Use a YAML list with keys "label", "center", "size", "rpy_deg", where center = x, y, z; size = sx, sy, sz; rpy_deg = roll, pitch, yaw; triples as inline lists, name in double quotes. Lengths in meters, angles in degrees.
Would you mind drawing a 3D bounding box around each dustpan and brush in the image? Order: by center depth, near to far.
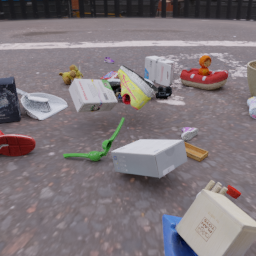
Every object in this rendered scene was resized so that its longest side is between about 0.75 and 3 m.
- label: "dustpan and brush"
  center: [-4.124, -1.213, 12.061]
  size: [2.565, 0.734, 1.790]
  rpy_deg: [14, 30, 25]

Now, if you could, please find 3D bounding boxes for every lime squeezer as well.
- label: "lime squeezer"
  center: [-0.860, 0.553, 8.651]
  size: [2.225, 0.420, 0.786]
  rpy_deg: [-33, 44, -6]

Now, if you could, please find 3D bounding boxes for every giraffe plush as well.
- label: "giraffe plush"
  center: [-3.088, -2.767, 14.979]
  size: [1.047, 1.114, 1.291]
  rpy_deg: [-17, 35, 13]

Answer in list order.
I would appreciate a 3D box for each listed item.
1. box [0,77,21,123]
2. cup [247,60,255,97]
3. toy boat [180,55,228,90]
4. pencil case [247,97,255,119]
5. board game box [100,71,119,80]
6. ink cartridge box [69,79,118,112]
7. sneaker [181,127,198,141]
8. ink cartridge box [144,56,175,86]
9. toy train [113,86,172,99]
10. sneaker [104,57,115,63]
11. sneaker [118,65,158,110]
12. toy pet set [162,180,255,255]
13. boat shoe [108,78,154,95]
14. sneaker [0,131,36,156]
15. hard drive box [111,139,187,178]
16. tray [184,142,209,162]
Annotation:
- label: "box"
  center: [-5.088, -1.042, 10.791]
  size: [1.571, 1.598, 0.938]
  rpy_deg: [-9, 29, -15]
- label: "cup"
  center: [6.325, -1.836, 12.192]
  size: [2.409, 1.723, 2.409]
  rpy_deg: [0, 26, 0]
- label: "toy boat"
  center: [3.973, -2.965, 14.533]
  size: [2.425, 1.585, 1.582]
  rpy_deg: [18, 32, 31]
- label: "pencil case"
  center: [5.265, -0.853, 11.570]
  size: [0.577, 0.528, 1.271]
  rpy_deg: [26, 32, 2]
- label: "board game box"
  center: [-0.894, -2.982, 16.147]
  size: [0.835, 0.158, 1.623]
  rpy_deg: [10, 29, 16]
- label: "ink cartridge box"
  center: [-1.270, -1.180, 10.201]
  size: [1.475, 0.619, 1.068]
  rpy_deg: [-6, 62, -40]
- label: "sneaker"
  center: [2.028, 0.194, 9.859]
  size: [0.500, 0.318, 0.877]
  rpy_deg: [17, 24, 41]
- label: "ink cartridge box"
  center: [1.818, -3.073, 15.156]
  size: [0.706, 1.225, 2.115]
  rpy_deg: [-15, 31, -31]
- label: "toy train"
  center: [0.703, -1.591, 12.968]
  size: [2.758, 0.632, 0.470]
  rpy_deg: [-2, -4, -8]
- label: "sneaker"
  center: [-1.288, -4.661, 19.178]
  size: [0.844, 0.373, 0.339]
  rpy_deg: [19, 31, 29]
- label: "sneaker"
  center: [0.075, -1.526, 10.640]
  size: [1.036, 1.197, 2.650]
  rpy_deg: [26, 15, -29]
- label: "toy pet set"
  center: [2.033, 2.308, 5.146]
  size: [2.651, 1.508, 2.839]
  rpy_deg: [24, 12, -41]
- label: "boat shoe"
  center: [0.028, -1.893, 13.474]
  size: [2.404, 0.825, 0.681]
  rpy_deg: [3, 46, 9]
- label: "sneaker"
  center: [-3.954, 0.325, 9.049]
  size: [2.031, 0.796, 1.173]
  rpy_deg: [-1, 28, -6]
- label: "hard drive box"
  center: [0.559, 0.764, 7.578]
  size: [1.253, 0.617, 1.608]
  rpy_deg: [-20, 12, -42]
- label: "tray"
  center: [1.995, 0.737, 8.892]
  size: [0.970, 0.180, 0.478]
  rpy_deg: [23, 35, 39]
